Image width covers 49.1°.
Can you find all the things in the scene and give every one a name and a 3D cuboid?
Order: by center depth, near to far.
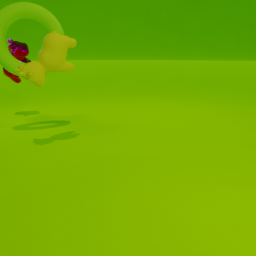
[{"bbox_3d":[-1.799,-1.515,6.122,1.211,1.231,0.675,-5,28,-41],"label":"cow figurine"},{"bbox_3d":[-2.543,-2.220,7.194,1.859,1.859,0.372,-7,21,-23],"label":"ring"},{"bbox_3d":[-3.768,-2.240,9.374,1.371,0.752,1.349,-30,-32,13],"label":"cow figurine"}]
